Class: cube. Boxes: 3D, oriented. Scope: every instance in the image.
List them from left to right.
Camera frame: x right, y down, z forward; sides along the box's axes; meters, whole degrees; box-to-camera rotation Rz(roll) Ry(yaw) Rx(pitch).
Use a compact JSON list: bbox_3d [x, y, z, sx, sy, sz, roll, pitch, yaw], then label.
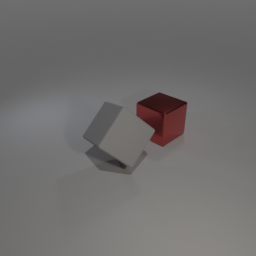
[{"bbox_3d":[-0.310,0.177,8.869,1.400,1.400,1.400,-58,30,-5],"label":"cube"},{"bbox_3d":[1.278,-0.377,10.856,1.400,1.400,1.400,26,39,37],"label":"cube"}]
